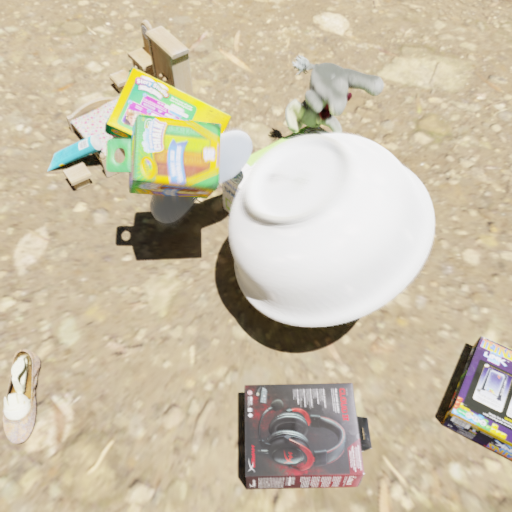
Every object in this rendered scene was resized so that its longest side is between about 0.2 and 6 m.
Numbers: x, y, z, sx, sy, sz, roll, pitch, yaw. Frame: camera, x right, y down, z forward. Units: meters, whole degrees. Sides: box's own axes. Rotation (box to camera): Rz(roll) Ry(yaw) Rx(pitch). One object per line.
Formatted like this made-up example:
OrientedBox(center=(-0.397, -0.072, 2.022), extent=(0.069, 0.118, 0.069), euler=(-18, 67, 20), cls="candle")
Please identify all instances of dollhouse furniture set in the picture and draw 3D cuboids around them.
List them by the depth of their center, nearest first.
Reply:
OrientedBox(center=(-3.500, -3.857, 13.343), extent=(3.767, 1.839, 3.213), euler=(-30, 59, -21), cls="dollhouse furniture set")

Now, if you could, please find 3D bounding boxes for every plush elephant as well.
OrientedBox(center=(1.424, -3.176, 11.754), extent=(1.860, 1.440, 1.532), euler=(35, 54, 23), cls="plush elephant")

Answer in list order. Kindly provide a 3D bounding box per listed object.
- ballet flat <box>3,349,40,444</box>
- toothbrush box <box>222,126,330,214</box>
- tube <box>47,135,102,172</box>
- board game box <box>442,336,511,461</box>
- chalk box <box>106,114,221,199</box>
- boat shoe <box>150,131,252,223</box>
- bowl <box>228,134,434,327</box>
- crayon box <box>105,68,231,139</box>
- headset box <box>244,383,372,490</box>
OrientedBox(center=(-4.048, 2.329, 9.533), extent=(0.559, 0.552, 1.641), euler=(-7, 54, -5), cls="ballet flat")
OrientedBox(center=(0.870, -1.480, 11.910), extent=(2.650, 1.141, 1.930), euler=(-32, 56, -26), cls="toothbrush box")
OrientedBox(center=(-4.227, -2.377, 12.919), extent=(1.448, 0.365, 0.561), euler=(-15, 45, 25), cls="tube")
OrientedBox(center=(4.415, 2.531, 9.372), extent=(2.042, 0.579, 1.688), euler=(26, 56, 18), cls="board game box")
OrientedBox(center=(-1.544, -1.601, 9.174), extent=(1.751, 1.085, 1.093), euler=(2, 85, -16), cls="chalk box")
OrientedBox(center=(-1.106, -1.597, 10.698), extent=(2.302, 0.850, 0.981), euler=(-43, 30, 5), cls="boat shoe")
OrientedBox(center=(0.926, -0.793, 9.071), extent=(3.600, 1.618, 3.600), euler=(-15, 50, 18), cls="bowl")
OrientedBox(center=(-1.951, -2.944, 12.525), extent=(2.429, 0.708, 1.443), euler=(24, 78, -12), cls="crayon box")
OrientedBox(center=(0.815, 2.875, 8.993), extent=(2.009, 0.754, 1.493), euler=(0, 53, 0), cls="headset box")
